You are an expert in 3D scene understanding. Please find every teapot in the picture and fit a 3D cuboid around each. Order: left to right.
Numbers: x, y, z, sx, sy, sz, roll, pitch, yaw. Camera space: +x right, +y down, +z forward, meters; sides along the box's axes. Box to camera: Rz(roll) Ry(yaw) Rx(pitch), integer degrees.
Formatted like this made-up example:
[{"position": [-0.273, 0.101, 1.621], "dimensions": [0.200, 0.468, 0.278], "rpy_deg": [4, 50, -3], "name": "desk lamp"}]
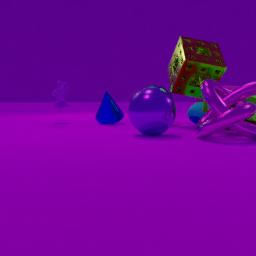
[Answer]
[{"position": [2.245, -0.462, 8.624], "dimensions": [0.811, 0.638, 1.304], "rpy_deg": [34, -19, -17], "name": "teapot"}]

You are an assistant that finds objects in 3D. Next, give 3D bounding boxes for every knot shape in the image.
[{"position": [2.267, -0.502, 6.151], "dimensions": [1.946, 0.899, 1.821], "rpy_deg": [-14, 36, -2], "name": "knot shape"}]

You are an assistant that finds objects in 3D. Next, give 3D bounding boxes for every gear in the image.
[{"position": [2.992, -0.492, 7.273], "dimensions": [2.004, 0.371, 2.004], "rpy_deg": [2, 30, -1], "name": "gear"}]

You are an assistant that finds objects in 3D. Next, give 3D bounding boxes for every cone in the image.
[{"position": [-0.668, -0.809, 9.364], "dimensions": [1.000, 1.004, 1.000], "rpy_deg": [-3, 36, 2], "name": "cone"}]

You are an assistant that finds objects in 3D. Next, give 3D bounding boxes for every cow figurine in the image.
[{"position": [-2.423, -1.186, 10.258], "dimensions": [0.508, 0.925, 0.910], "rpy_deg": [18, -13, 11], "name": "cow figurine"}]

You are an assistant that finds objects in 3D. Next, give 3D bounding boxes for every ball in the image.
[{"position": [0.557, -0.373, 6.440], "dimensions": [1.099, 1.099, 1.099], "rpy_deg": [0, 6, 0], "name": "ball"}, {"position": [0.852, -0.725, 9.091], "dimensions": [1.290, 1.290, 1.290], "rpy_deg": [0, 6, 0], "name": "ball"}]

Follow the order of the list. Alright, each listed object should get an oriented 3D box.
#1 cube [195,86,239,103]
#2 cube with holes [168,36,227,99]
[{"position": [3.069, -0.772, 9.419], "dimensions": [1.102, 1.102, 1.102], "rpy_deg": [-5, -2, -37], "name": "cube"}, {"position": [2.062, -1.849, 8.648], "dimensions": [1.255, 1.255, 1.255], "rpy_deg": [9, 48, -8], "name": "cube with holes"}]
